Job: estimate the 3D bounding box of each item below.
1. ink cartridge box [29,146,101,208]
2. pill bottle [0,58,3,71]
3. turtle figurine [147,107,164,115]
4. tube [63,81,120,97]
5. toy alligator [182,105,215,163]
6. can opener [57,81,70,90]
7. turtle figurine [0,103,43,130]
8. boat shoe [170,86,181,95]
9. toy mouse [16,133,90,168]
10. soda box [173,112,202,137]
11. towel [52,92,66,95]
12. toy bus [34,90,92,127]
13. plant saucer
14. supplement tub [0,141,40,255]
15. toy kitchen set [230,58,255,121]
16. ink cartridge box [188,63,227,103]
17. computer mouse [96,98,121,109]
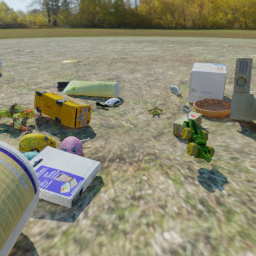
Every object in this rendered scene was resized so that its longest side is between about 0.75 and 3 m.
[{"bbox_3d":[-1.641,1.080,6.581,1.539,0.334,1.524,16,29,14],"label":"ink cartridge box"},{"bbox_3d":[-9.381,-4.085,18.131,2.139,1.239,1.239,-15,27,-34],"label":"pill bottle"},{"bbox_3d":[1.139,-0.711,11.296,0.757,0.244,0.611,3,23,6],"label":"turtle figurine"},{"bbox_3d":[-1.820,-1.936,13.710,2.829,0.735,0.821,6,4,20],"label":"tube"},{"bbox_3d":[1.786,0.216,7.673,0.681,0.493,2.054,10,43,-19],"label":"toy alligator"},{"bbox_3d":[-2.836,-2.187,14.800,1.743,0.465,0.583,0,-10,1],"label":"can opener"},{"bbox_3d":[-4.191,-0.490,10.098,1.877,0.749,2.327,-2,23,-5],"label":"turtle figurine"},{"bbox_3d":[2.438,-1.933,14.037,0.364,0.404,1.144,-6,22,-10],"label":"boat shoe"},{"bbox_3d":[-2.123,0.681,7.562,2.741,0.530,2.436,-11,25,-25],"label":"toy mouse"},{"bbox_3d":[2.062,-0.142,9.674,0.466,0.440,1.376,16,27,33],"label":"soda box"},{"bbox_3d":[-3.506,-1.394,12.932,1.430,0.261,1.061,-5,24,-15],"label":"towel"},{"bbox_3d":[-2.530,-0.789,10.480,2.488,0.810,0.974,24,24,39],"label":"toy bus"},{"bbox_3d":[3.487,-0.815,11.439,1.622,0.303,1.622,-1,23,0],"label":"plant saucer"},{"bbox_3d":[-2.565,1.437,4.019,1.859,1.859,2.557,2,23,4],"label":"supplement tub"},{"bbox_3d":[4.742,-1.239,9.252,2.439,2.200,1.990,6,3,27],"label":"toy kitchen set"},{"bbox_3d":[3.680,-2.075,12.933,1.511,1.484,2.052,7,24,15],"label":"ink cartridge box"},{"bbox_3d":[-0.799,-1.129,12.286,0.648,0.259,1.181,17,28,38],"label":"computer mouse"}]
